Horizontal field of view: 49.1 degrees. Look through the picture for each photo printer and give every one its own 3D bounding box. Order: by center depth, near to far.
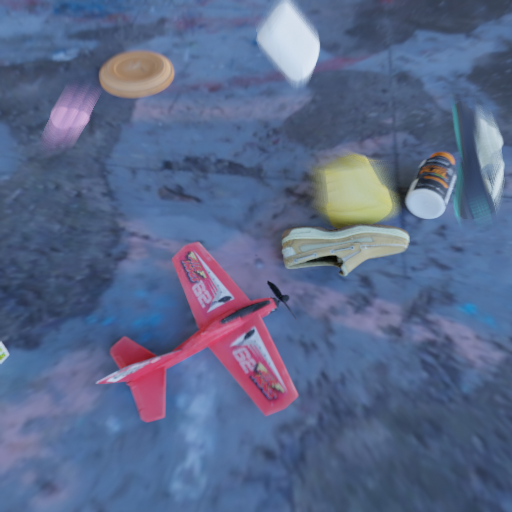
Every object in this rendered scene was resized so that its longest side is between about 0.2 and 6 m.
[{"bbox_3d":[0.502,-3.030,8.022,0.319,0.919,0.765,-12,45,49],"label":"photo printer"}]

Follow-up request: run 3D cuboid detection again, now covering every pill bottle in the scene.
[{"bbox_3d":[2.896,-1.200,9.150,0.624,0.624,1.174,20,52,16],"label":"pill bottle"}]

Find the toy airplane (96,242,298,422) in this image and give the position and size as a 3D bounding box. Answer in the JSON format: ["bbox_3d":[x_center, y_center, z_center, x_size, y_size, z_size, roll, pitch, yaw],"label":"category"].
[{"bbox_3d":[-0.708,1.142,7.274,2.734,0.503,2.734,1,55,-2],"label":"toy airplane"}]

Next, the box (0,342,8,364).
[{"bbox_3d":[-5.019,1.160,7.231,3.081,0.535,1.696,22,54,17],"label":"box"}]

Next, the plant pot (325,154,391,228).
[{"bbox_3d":[1.468,-1.012,8.503,0.957,0.900,0.957,-19,24,9],"label":"plant pot"}]

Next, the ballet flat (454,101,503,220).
[{"bbox_3d":[3.200,-1.410,8.066,0.694,0.694,1.898,5,70,4],"label":"ballet flat"}]

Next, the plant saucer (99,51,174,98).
[{"bbox_3d":[-2.472,-3.802,11.556,1.519,0.245,1.519,0,51,0],"label":"plant saucer"}]

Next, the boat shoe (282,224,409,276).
[{"bbox_3d":[1.314,-0.027,8.252,1.858,0.666,0.708,-3,64,7],"label":"boat shoe"}]

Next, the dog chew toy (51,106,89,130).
[{"bbox_3d":[-2.835,-2.107,8.562,0.553,0.344,0.344,2,50,4],"label":"dog chew toy"}]
